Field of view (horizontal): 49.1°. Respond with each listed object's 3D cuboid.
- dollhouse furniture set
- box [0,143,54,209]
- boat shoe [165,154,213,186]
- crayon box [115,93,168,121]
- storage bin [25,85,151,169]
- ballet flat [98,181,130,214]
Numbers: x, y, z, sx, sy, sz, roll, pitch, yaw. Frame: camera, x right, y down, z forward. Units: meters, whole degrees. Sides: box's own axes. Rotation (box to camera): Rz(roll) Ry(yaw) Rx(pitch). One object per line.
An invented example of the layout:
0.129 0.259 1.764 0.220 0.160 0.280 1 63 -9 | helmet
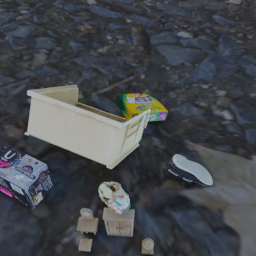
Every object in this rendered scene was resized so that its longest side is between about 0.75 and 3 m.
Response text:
-0.336 2.628 5.374 1.652 0.946 1.937 3 50 4 | dollhouse furniture set
-2.635 1.127 6.744 1.409 0.931 0.808 21 49 19 | box
1.512 1.101 6.871 1.361 0.411 0.503 27 39 -26 | boat shoe
0.402 -0.631 8.427 1.237 0.361 1.068 -5 38 -28 | crayon box
-0.902 -0.208 7.212 2.387 1.119 2.370 19 18 15 | storage bin
-0.358 1.333 5.784 0.450 1.408 0.532 40 77 -17 | ballet flat
